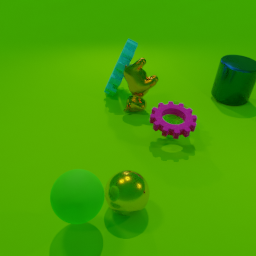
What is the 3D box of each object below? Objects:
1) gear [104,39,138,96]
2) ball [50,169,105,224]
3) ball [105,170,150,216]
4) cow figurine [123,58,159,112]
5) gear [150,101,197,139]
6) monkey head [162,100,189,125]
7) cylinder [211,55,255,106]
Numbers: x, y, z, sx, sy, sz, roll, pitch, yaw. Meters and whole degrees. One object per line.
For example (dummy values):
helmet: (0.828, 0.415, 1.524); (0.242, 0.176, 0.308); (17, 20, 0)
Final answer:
gear: (-0.270, -2.186, 10.198); (0.382, 2.065, 2.065); (25, 30, -8)
ball: (-0.887, 1.199, 4.939); (0.942, 0.942, 0.942); (0, 31, 0)
ball: (-0.017, 1.271, 5.510); (0.884, 0.884, 0.884); (0, 31, 0)
cow figurine: (0.240, -1.314, 9.105); (1.516, 1.540, 0.846); (-32, 11, 23)
gear: (1.218, -0.236, 7.549); (1.237, 0.229, 1.237); (2, 45, -2)
monkey head: (1.523, -0.285, 8.445); (1.396, 1.004, 0.841); (26, 83, 50)
cylinder: (3.773, -1.695, 9.882); (1.351, 1.351, 1.351); (4, 38, -3)
